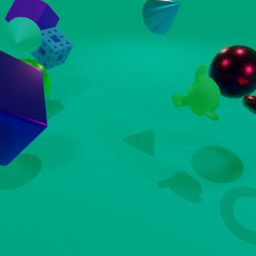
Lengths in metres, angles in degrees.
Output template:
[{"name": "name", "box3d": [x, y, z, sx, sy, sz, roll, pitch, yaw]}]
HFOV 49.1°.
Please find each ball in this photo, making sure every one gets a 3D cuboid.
[{"name": "ball", "box3d": [2.652, -1.371, 6.897, 1.301, 1.301, 1.301, 0, 34, 0]}, {"name": "ball", "box3d": [-2.440, -1.065, 6.683, 1.187, 1.187, 1.187, 0, 34, 0]}]

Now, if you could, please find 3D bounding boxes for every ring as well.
[{"name": "ring", "box3d": [2.929, -0.243, 5.609, 1.376, 0.275, 1.376, 29, 12, -7]}]

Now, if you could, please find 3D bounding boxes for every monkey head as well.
[{"name": "monkey head", "box3d": [1.537, -0.706, 6.213, 0.950, 0.795, 1.320, -3, 74, -22]}]

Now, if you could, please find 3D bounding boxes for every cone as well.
[{"name": "cone", "box3d": [-2.903, -2.391, 7.558, 0.984, 0.984, 0.988, -4, 30, -6]}, {"name": "cone", "box3d": [1.070, -3.092, 7.342, 1.021, 1.021, 1.025, -19, 10, -26]}]

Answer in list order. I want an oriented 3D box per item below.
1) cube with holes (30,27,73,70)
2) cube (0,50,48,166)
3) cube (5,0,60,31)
[{"name": "cube with holes", "box3d": [-2.541, -2.630, 9.271, 0.872, 0.872, 0.872, 46, 42, 3]}, {"name": "cube", "box3d": [-1.843, -0.293, 3.692, 1.076, 1.076, 1.076, 23, 39, -43]}, {"name": "cube", "box3d": [-3.209, -3.716, 9.512, 1.111, 1.111, 1.111, 29, 1, 7]}]
